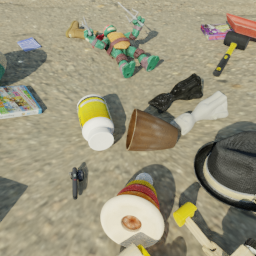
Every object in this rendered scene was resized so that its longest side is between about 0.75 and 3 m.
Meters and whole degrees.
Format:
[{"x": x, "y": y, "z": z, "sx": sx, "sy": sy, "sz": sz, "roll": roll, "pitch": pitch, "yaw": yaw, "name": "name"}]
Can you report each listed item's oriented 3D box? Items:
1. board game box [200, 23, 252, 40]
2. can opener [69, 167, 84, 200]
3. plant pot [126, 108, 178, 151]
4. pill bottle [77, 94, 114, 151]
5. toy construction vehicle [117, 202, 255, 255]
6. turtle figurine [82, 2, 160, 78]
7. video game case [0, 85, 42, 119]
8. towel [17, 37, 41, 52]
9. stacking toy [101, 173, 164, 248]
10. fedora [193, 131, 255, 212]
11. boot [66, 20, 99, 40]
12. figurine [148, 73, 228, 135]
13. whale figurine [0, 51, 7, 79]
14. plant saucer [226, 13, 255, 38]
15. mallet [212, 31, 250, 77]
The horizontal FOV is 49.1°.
[{"x": 4.106, "y": -4.069, "z": 11.763, "sx": 1.851, "sy": 0.299, "sz": 1.111, "roll": -4, "pitch": 47, "yaw": -5, "name": "board game box"}, {"x": -1.118, "y": 1.155, "z": 5.967, "sx": 0.312, "sy": 0.251, "sz": 0.793, "roll": -5, "pitch": 37, "yaw": -2, "name": "can opener"}, {"x": 0.595, "y": 0.140, "z": 6.748, "sx": 1.100, "sy": 1.028, "sz": 1.028, "roll": 12, "pitch": 42, "yaw": -8, "name": "plant pot"}, {"x": -0.805, "y": -0.143, "z": 7.064, "sx": 0.803, "sy": 0.803, "sz": 1.428, "roll": -10, "pitch": 43, "yaw": -11, "name": "pill bottle"}, {"x": 1.109, "y": 2.659, "z": 4.092, "sx": 2.378, "sy": 0.962, "sz": 2.732, "roll": -37, "pitch": 50, "yaw": -19, "name": "toy construction vehicle"}, {"x": -0.274, "y": -3.041, "z": 9.776, "sx": 2.147, "sy": 1.444, "sz": 2.868, "roll": -30, "pitch": 65, "yaw": -8, "name": "turtle figurine"}, {"x": -3.632, "y": -0.703, "z": 7.749, "sx": 2.024, "sy": 0.180, "sz": 1.449, "roll": -12, "pitch": 41, "yaw": -35, "name": "video game case"}, {"x": -3.894, "y": -3.290, "z": 11.011, "sx": 0.667, "sy": 0.110, "sz": 0.922, "roll": -26, "pitch": 49, "yaw": -25, "name": "towel"}, {"x": 0.205, "y": 1.410, "z": 5.462, "sx": 1.139, "sy": 1.139, "sz": 1.558, "roll": 9, "pitch": 24, "yaw": 10, "name": "stacking toy"}, {"x": 2.580, "y": 0.696, "z": 5.997, "sx": 2.220, "sy": 1.014, "sz": 2.220, "roll": 0, "pitch": 42, "yaw": 0, "name": "fedora"}, {"x": -1.801, "y": -3.992, "z": 11.581, "sx": 1.251, "sy": 0.414, "sz": 1.095, "roll": 10, "pitch": 57, "yaw": 13, "name": "boot"}, {"x": 1.648, "y": -0.615, "z": 7.774, "sx": 1.637, "sy": 0.722, "sz": 1.678, "roll": -27, "pitch": 49, "yaw": -16, "name": "figurine"}, {"x": -4.918, "y": -1.860, "z": 8.471, "sx": 2.598, "sy": 2.066, "sz": 1.348, "roll": 3, "pitch": 74, "yaw": 35, "name": "whale figurine"}, {"x": 4.782, "y": -3.894, "z": 10.944, "sx": 1.823, "sy": 0.334, "sz": 1.819, "roll": 14, "pitch": 35, "yaw": -3, "name": "plant saucer"}, {"x": 3.740, "y": -2.615, "z": 10.065, "sx": 0.911, "sy": 0.570, "sz": 2.767, "roll": 18, "pitch": 51, "yaw": 14, "name": "mallet"}]
